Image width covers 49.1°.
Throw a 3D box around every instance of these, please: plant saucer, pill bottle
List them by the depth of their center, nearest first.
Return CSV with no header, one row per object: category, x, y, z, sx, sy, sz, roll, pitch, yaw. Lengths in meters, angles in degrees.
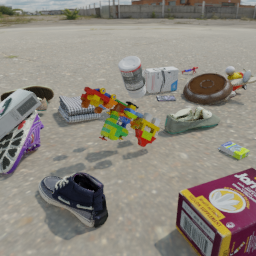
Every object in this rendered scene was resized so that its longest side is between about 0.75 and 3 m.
pill bottle,0.256,-2.347,13.174,1.040,1.826,1.040,-9,48,10
plant saucer,4.198,-2.204,14.858,2.565,0.411,2.565,-11,40,9

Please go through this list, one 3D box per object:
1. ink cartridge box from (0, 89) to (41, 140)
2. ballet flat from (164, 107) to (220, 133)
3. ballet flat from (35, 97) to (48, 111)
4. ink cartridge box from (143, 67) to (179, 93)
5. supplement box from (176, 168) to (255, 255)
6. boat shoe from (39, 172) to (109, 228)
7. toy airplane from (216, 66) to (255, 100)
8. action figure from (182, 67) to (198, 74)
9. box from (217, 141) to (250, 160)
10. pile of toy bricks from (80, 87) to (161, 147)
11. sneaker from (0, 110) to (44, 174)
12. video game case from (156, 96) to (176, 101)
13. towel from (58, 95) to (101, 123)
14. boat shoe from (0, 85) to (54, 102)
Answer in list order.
ink cartridge box,-4.843,-0.332,10.118,2.485,0.623,2.863,17,56,45
ballet flat,2.791,-0.434,11.689,2.769,0.882,0.933,-12,28,-23
ballet flat,-4.705,-1.144,12.830,2.016,0.678,0.686,-3,24,-11
ink cartridge box,1.704,-2.719,15.922,2.180,1.265,0.740,-9,28,-15
supplement box,2.456,1.996,6.382,2.281,1.177,1.493,-12,29,-23
boat shoe,-1.502,1.536,7.378,2.426,1.125,0.906,18,31,31
toy airplane,5.526,-2.519,15.135,2.219,1.566,2.209,-15,16,5
action figure,4.344,-3.874,19.400,1.145,0.567,0.374,-19,27,12
box,3.753,0.768,9.989,0.573,0.224,0.939,-17,31,-32
pile of toy bricks,-0.464,-0.200,9.665,2.974,1.468,1.650,27,-8,-34
sneaker,-3.533,0.504,9.660,1.133,1.173,2.811,-15,36,22
video game case,2.031,-1.582,14.945,0.947,0.090,0.677,0,26,-2
towel,-2.260,-0.972,12.871,1.564,0.808,1.889,-12,28,-25
boat shoe,-5.134,-1.741,14.447,2.599,0.931,0.990,-5,15,-10
